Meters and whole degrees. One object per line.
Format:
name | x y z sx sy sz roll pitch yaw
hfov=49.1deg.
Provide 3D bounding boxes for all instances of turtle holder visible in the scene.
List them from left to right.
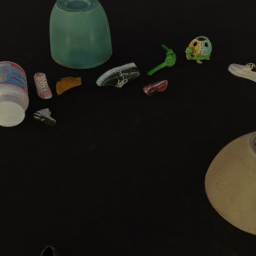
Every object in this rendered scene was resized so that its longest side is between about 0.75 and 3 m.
turtle holder | 3.242 -3.706 13.130 1.378 0.979 1.047 -5 43 -6

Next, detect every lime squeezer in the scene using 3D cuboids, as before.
lime squeezer | 1.781 -3.238 13.115 1.004 0.536 2.842 -14 34 33

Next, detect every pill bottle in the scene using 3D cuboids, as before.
pill bottle | -4.347 -1.245 10.126 1.382 1.382 2.541 -13 44 -14

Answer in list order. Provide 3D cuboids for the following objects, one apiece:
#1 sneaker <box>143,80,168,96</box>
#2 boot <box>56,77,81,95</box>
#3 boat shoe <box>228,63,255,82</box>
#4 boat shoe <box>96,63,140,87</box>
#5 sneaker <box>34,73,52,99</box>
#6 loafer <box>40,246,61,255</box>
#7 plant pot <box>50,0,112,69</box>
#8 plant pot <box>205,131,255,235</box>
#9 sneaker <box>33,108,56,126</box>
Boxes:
sneaker | 1.140 -1.702 11.331 1.104 0.445 0.412 -23 45 -22
boot | -2.363 -1.765 11.375 0.885 0.435 1.236 -3 36 5
boat shoe | 5.248 -2.473 12.047 0.664 0.607 1.846 -33 52 -31
boat shoe | -0.345 -2.046 11.513 2.024 0.747 0.691 -27 79 -37
sneaker | -3.439 -1.733 11.192 0.494 0.687 1.314 -18 46 -21
loafer | -1.737 3.237 5.775 0.615 0.601 1.684 -6 43 -7
plant pot | -2.202 -4.568 12.850 2.973 2.386 2.973 2 48 -2
plant pot | 3.496 1.117 7.234 2.671 1.793 2.671 0 43 0
sneaker | -2.859 -0.461 10.012 0.989 0.373 0.569 20 48 24
